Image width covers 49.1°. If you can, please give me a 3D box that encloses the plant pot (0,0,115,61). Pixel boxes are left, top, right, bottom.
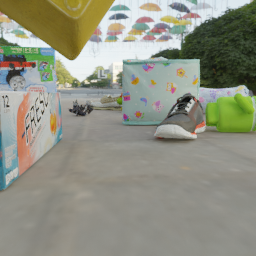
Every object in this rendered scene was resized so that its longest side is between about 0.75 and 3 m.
[{"bbox_3d":[-0.866,-1.968,3.484,1.673,1.662,1.711,33,3,-20],"label":"plant pot"}]

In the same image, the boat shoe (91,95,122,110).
[{"bbox_3d":[-1.027,-1.377,14.957,2.334,0.798,0.872,3,8,24],"label":"boat shoe"}]

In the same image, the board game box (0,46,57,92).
[{"bbox_3d":[-2.819,-1.150,7.793,1.616,2.137,0.391,-2,9,-9],"label":"board game box"}]

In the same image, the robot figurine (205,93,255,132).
[{"bbox_3d":[2.527,-0.318,6.452,1.418,0.820,1.244,-1,-15,12],"label":"robot figurine"}]

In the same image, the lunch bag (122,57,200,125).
[{"bbox_3d":[0.950,-1.064,8.034,2.213,1.885,1.349,0,13,2],"label":"lunch bag"}]

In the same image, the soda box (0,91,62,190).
[{"bbox_3d":[-1.662,-0.047,3.877,1.003,0.933,2.934,-1,8,-3],"label":"soda box"}]

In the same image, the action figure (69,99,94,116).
[{"bbox_3d":[-1.859,-0.818,11.124,0.798,0.685,1.343,12,7,9],"label":"action figure"}]

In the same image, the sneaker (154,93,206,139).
[{"bbox_3d":[1.099,-0.280,5.853,0.840,0.892,2.179,3,8,23],"label":"sneaker"}]

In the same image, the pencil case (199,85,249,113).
[{"bbox_3d":[3.681,-1.169,11.749,2.598,1.178,1.080,5,4,44],"label":"pencil case"}]

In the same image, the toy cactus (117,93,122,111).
[{"bbox_3d":[0.492,-1.135,12.710,2.685,1.373,2.215,6,28,24],"label":"toy cactus"}]
